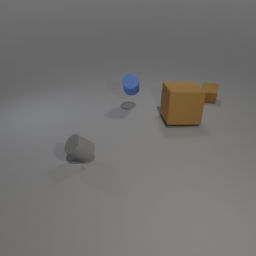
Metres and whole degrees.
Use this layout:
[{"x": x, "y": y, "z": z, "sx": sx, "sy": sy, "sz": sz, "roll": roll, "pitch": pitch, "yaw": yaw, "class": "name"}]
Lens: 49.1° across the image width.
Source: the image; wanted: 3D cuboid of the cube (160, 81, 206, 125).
[{"x": 2.177, "y": -1.036, "z": 11.408, "sx": 1.400, "sy": 1.400, "sz": 1.400, "roll": -1, "pitch": 25, "yaw": -6, "class": "cube"}]

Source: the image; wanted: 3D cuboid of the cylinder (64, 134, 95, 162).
[{"x": -1.537, "y": 0.640, "z": 8.931, "sx": 0.700, "sy": 0.700, "sz": 0.700, "roll": 34, "pitch": 4, "yaw": -40, "class": "cylinder"}]

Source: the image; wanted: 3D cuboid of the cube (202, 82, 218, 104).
[{"x": 3.841, "y": -1.651, "z": 13.236, "sx": 0.700, "sy": 0.700, "sz": 0.700, "roll": 8, "pitch": 52, "yaw": 13, "class": "cube"}]

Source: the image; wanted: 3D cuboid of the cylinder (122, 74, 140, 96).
[{"x": 0.134, "y": -1.835, "z": 11.968, "sx": 0.700, "sy": 0.700, "sz": 0.700, "roll": -2, "pitch": 74, "yaw": 5, "class": "cylinder"}]
